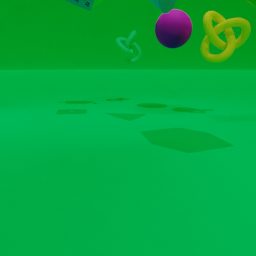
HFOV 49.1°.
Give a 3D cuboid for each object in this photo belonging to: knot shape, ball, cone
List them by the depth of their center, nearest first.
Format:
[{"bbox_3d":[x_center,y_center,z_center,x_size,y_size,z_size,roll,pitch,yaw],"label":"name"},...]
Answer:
[{"bbox_3d":[0.476,-3.545,6.750,1.270,1.265,1.265,22,21,23],"label":"cone"},{"bbox_3d":[2.973,-2.804,8.497,1.461,1.561,0.721,-7,9,-1],"label":"knot shape"},{"bbox_3d":[1.539,-3.344,9.493,1.254,1.254,1.254,0,13,0],"label":"ball"},{"bbox_3d":[-0.007,-3.377,11.640,0.628,1.358,1.271,5,10,37],"label":"knot shape"}]

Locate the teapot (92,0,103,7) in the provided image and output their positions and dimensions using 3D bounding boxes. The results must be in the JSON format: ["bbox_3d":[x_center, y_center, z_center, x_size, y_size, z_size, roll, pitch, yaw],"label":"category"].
[{"bbox_3d":[-1.315,-4.611,9.439,1.952,1.214,0.956,10,55,6],"label":"teapot"}]

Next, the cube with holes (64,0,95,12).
[{"bbox_3d":[-1.241,-3.758,7.380,0.864,0.864,0.864,17,31,-17],"label":"cube with holes"}]

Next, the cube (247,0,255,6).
[{"bbox_3d":[1.956,-2.821,3.934,1.267,1.267,1.267,12,-20,-35],"label":"cube"}]
